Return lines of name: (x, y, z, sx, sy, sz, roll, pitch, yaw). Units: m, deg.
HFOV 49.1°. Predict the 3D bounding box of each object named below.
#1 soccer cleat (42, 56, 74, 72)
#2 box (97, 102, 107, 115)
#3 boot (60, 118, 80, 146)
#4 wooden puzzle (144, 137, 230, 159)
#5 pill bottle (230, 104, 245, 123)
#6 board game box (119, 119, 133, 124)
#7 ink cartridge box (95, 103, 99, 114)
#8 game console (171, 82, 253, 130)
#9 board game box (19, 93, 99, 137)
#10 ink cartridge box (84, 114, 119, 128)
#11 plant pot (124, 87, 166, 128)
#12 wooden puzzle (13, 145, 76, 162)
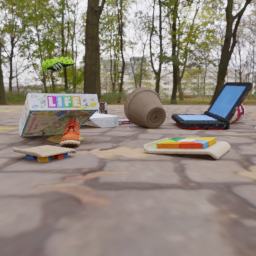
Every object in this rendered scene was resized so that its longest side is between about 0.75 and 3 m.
soccer cleat: (-2.241, -2.024, 8.947, 1.047, 0.354, 0.424, -13, -30, -30)
box: (-1.786, -1.081, 16.529, 1.039, 0.853, 0.862, 1, 6, 7)
boot: (-1.309, 0.087, 6.420, 0.435, 0.621, 1.159, 1, 6, -8)
wooden puzzle: (1.220, 0.339, 5.667, 1.440, 0.268, 1.332, 4, 6, 30)
pill bottle: (4.553, -0.717, 12.391, 0.985, 0.985, 1.744, 4, 7, 37)
board game box: (-0.329, -0.274, 12.176, 1.632, 0.159, 0.840, -4, 6, -36)
ink cartridge box: (-2.214, -0.903, 14.563, 1.398, 0.899, 0.875, 0, 6, 11)
game console: (3.032, -0.945, 10.781, 2.394, 1.648, 2.778, 0, 9, 0)
board game box: (-1.879, -0.280, 7.231, 1.574, 0.401, 2.342, -3, -14, -27)
ink cartridge box: (-1.588, -0.250, 10.625, 1.972, 0.494, 1.587, -8, 11, -36)
plant pot: (0.768, -0.635, 10.433, 1.517, 1.517, 1.323, -2, 24, -23)
wooden puzzle: (-1.487, 0.457, 5.021, 0.780, 0.195, 0.842, 5, 3, 35)
